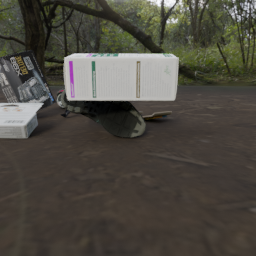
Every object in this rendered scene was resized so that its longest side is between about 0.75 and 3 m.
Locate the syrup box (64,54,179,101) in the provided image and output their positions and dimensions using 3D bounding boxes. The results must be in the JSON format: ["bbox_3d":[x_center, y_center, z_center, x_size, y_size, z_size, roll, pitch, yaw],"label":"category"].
[{"bbox_3d":[-0.154,-1.189,6.428,2.432,0.990,0.958,1,19,0],"label":"syrup box"}]

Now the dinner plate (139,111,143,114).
[{"bbox_3d":[0.146,-0.553,10.541,0.852,0.103,0.852,0,-3,0],"label":"dinner plate"}]

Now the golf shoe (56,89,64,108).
[{"bbox_3d":[-2.110,-1.478,13.926,2.808,1.084,1.237,-13,31,-9],"label":"golf shoe"}]

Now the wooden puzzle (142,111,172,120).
[{"bbox_3d":[0.903,-0.396,9.824,0.926,0.186,1.001,-8,-3,-38],"label":"wooden puzzle"}]

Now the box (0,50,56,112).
[{"bbox_3d":[-3.779,-1.612,10.244,0.544,2.186,1.724,-13,16,29],"label":"box"}]

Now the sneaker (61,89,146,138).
[{"bbox_3d":[-0.576,-0.512,7.686,2.590,0.977,1.027,27,7,22],"label":"sneaker"}]

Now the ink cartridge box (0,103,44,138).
[{"bbox_3d":[-3.470,-0.244,7.756,1.919,0.418,1.665,0,23,1],"label":"ink cartridge box"}]

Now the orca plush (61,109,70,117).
[{"bbox_3d":[-2.182,-0.960,10.791,1.249,0.444,0.657,-49,12,-17],"label":"orca plush"}]
